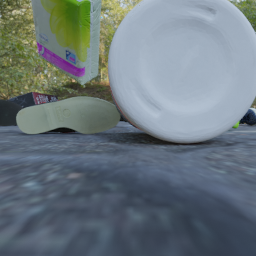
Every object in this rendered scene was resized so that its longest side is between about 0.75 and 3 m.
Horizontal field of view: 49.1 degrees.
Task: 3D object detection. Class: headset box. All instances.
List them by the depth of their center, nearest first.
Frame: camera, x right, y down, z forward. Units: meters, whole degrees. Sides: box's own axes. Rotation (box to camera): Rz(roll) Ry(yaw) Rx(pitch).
[{"bbox_3d":[-4.358,-0.823,12.273,1.881,0.949,2.531,-16,-1,11],"label":"headset box"}]

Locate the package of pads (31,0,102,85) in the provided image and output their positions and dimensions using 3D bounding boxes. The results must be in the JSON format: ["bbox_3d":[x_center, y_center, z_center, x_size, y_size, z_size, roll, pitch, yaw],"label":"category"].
[{"bbox_3d":[-1.951,-3.087,8.784,2.214,2.866,0.977,35,52,20],"label":"package of pads"}]

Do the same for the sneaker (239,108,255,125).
[{"bbox_3d":[4.428,-0.387,11.252,0.815,0.723,1.928,-15,5,-11],"label":"sneaker"}]

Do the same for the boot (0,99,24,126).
[{"bbox_3d":[-4.970,-0.451,9.920,2.587,0.952,0.976,-5,-6,-42],"label":"boot"}]

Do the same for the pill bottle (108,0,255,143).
[{"bbox_3d":[0.590,-0.743,4.544,1.780,1.780,2.976,0,2,-3],"label":"pill bottle"}]

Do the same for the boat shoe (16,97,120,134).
[{"bbox_3d":[-1.111,-0.251,5.468,1.954,0.715,0.612,-4,10,3],"label":"boat shoe"}]

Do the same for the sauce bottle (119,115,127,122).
[{"bbox_3d":[-1.165,-0.456,9.213,2.651,0.858,0.858,-1,2,15],"label":"sauce bottle"}]

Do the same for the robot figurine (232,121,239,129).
[{"bbox_3d":[2.239,-0.324,7.125,1.152,0.760,1.313,2,3,36],"label":"robot figurine"}]
